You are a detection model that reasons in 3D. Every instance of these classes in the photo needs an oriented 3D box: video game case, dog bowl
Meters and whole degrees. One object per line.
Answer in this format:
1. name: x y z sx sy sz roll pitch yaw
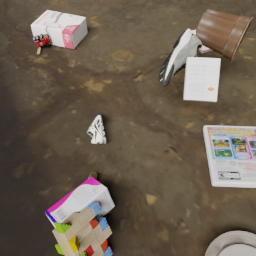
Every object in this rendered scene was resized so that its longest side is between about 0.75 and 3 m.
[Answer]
1. video game case: 4.070 0.926 9.631 2.657 0.315 2.418 2 50 2
2. dog bowl: 2.923 3.778 7.020 2.178 0.639 2.178 0 50 0

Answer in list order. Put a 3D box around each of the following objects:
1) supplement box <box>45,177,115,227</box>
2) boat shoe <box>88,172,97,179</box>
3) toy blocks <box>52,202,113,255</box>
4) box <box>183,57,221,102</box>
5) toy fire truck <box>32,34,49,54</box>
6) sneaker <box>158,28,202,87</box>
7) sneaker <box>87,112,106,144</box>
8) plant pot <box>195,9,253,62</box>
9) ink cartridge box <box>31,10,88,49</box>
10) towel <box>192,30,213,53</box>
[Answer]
1. supplement box: -1.334 2.303 7.975 1.660 0.858 0.840 -36 36 -25
2. boat shoe: -1.243 1.802 8.970 0.303 0.261 0.830 24 59 -5
3. toy blocks: -1.015 2.862 7.259 0.982 1.965 1.343 -9 18 41
4. box: 2.113 -1.380 8.111 0.923 1.213 0.645 5 6 8
5. toy fire truck: -4.205 -4.063 13.588 0.759 0.862 0.555 -4 17 31
6. sneaker: 1.839 -2.360 9.660 0.951 0.887 2.400 34 72 -6
7. sneaker: -1.210 -0.025 10.279 0.631 0.528 1.426 -7 50 -9
8. plant pot: 3.390 -3.469 10.191 1.607 1.623 1.623 27 55 17
9. ink cartridge box: -3.442 -4.993 14.167 2.287 0.947 1.675 15 52 12
10. towel: 4.101 -4.487 14.184 1.735 0.293 1.816 -15 52 -12
